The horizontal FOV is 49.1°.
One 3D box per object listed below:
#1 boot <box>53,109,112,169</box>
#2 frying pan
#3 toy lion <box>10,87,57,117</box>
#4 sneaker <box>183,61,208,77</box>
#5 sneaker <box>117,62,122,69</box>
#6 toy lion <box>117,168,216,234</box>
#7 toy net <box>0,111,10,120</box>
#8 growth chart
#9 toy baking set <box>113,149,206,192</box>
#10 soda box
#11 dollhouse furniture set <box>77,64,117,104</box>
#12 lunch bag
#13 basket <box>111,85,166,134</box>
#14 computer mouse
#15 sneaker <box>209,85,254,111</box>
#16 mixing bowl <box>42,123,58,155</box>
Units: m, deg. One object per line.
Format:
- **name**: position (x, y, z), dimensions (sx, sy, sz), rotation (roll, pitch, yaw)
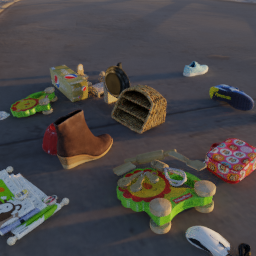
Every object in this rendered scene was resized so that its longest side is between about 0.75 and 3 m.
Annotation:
- **boot**: position (-1.395, 0.219, 9.348), dimensions (0.809, 1.859, 2.235), rotation (27, 42, 36)
- **frying pan**: position (-0.152, -1.996, 12.745), dimensions (2.510, 1.519, 0.409), rotation (0, -10, -45)
- **toy lion**: position (-4.300, -1.113, 12.693), dimensions (1.831, 0.656, 1.911), rotation (-7, 33, 3)
- **sneaker**: position (3.980, -3.494, 16.155), dimensions (1.791, 0.734, 0.662), rotation (-22, 40, -30)
- **sneaker**: position (-0.632, -3.576, 16.554), dimensions (0.308, 0.437, 0.824), rotation (14, 35, 20)
- **toy lion**: position (0.944, 1.798, 8.077), dimensions (2.333, 0.801, 2.236), rotation (-15, 28, -22)
- **toy net**: position (-5.758, -0.418, 11.790), dimensions (1.526, 0.295, 0.801), rotation (-19, 37, -27)
- **growth chart**: position (-3.430, 2.107, 7.934), dimensions (2.933, 0.260, 2.123), rotation (21, 39, 30)
- **toy baking set**: position (0.870, 1.251, 8.490), dimensions (2.774, 0.323, 2.129), rotation (-14, 21, 6)
- **soda box**: position (-2.999, -2.290, 14.100), dimensions (0.878, 0.929, 2.742), rotation (-19, 37, -27)
- **dollhouse furniture set**: position (-1.303, -2.486, 14.106), dimensions (1.483, 1.267, 2.861), rotation (-24, 40, -32)
- **lunch bag**: position (3.368, 0.970, 9.254), dimensions (1.702, 0.697, 1.499), rotation (-24, 40, -32)
- **basket**: position (0.402, -0.895, 11.497), dimensions (1.471, 1.410, 1.975), rotation (-23, 39, -33)
- **computer mouse**: position (2.133, 2.801, 6.742), dimensions (1.570, 0.345, 0.861), rotation (21, 38, 29)
- **sneaker**: position (4.922, -1.513, 13.038), dimensions (0.906, 0.815, 2.203), rotation (-21, 39, -33)
- **mixing bowl**: position (-2.454, 0.243, 10.310), dimensions (1.486, 0.805, 1.486), rotation (0, 32, 0)
